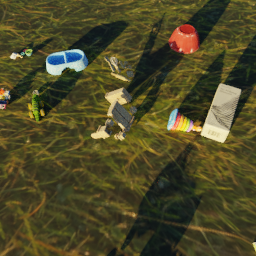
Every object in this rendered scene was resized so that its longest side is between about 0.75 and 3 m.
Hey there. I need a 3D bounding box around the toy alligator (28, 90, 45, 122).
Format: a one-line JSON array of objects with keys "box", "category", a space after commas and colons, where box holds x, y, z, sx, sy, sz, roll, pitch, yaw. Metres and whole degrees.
[{"box": [-3.880, -1.035, 11.747, 0.581, 0.421, 1.752, -13, 57, -10], "category": "toy alligator"}]

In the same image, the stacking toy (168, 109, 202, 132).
[{"box": [2.286, -0.131, 11.064, 1.332, 0.773, 0.731, 20, 60, -3], "category": "stacking toy"}]

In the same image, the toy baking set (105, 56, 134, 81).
[{"box": [-0.400, -2.692, 12.717, 1.498, 0.174, 1.150, 13, 55, -25], "category": "toy baking set"}]

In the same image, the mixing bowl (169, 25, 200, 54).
[{"box": [2.859, -4.546, 13.941, 1.571, 0.851, 1.571, 0, 56, 1], "category": "mixing bowl"}]

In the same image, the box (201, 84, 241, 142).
[{"box": [3.759, -0.641, 11.242, 0.964, 0.803, 2.347, 19, 57, 13], "category": "box"}]

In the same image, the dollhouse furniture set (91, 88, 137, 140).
[{"box": [-0.551, -0.363, 11.095, 0.963, 1.127, 2.175, -12, 44, 42], "category": "dollhouse furniture set"}]

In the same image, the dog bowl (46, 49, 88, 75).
[{"box": [-2.893, -3.136, 13.149, 1.970, 0.488, 1.098, -12, 56, -6], "category": "dog bowl"}]

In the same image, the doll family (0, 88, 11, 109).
[{"box": [-5.400, -1.192, 11.930, 0.616, 0.447, 0.992, 9, 73, -2], "category": "doll family"}]

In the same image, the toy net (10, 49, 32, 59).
[{"box": [-5.239, -3.679, 13.718, 1.092, 0.211, 0.573, -11, 56, -7], "category": "toy net"}]

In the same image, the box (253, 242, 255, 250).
[{"box": [4.394, 3.719, 8.603, 0.918, 0.159, 0.505, -7, 56, -5], "category": "box"}]
